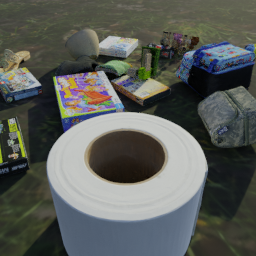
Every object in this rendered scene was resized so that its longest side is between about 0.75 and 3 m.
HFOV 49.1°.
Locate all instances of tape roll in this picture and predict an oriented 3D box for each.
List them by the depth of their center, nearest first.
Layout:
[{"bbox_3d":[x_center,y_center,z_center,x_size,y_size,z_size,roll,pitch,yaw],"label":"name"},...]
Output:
[{"bbox_3d":[-0.031,1.192,5.383,2.755,1.892,2.755,-1,36,0],"label":"tape roll"}]

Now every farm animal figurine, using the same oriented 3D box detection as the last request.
[{"bbox_3d":[2.393,-4.007,13.399,1.818,0.948,1.798,10,20,0],"label":"farm animal figurine"}]

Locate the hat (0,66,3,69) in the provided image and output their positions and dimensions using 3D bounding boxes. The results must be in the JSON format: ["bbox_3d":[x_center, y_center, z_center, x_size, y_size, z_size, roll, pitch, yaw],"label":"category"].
[{"bbox_3d":[-4.955,-2.472,10.651,1.693,1.593,1.923,5,55,4],"label":"hat"}]

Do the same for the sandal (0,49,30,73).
[{"bbox_3d":[-5.114,-3.062,12.148,0.912,0.819,2.489,7,37,9],"label":"sandal"}]

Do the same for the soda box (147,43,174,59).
[{"bbox_3d":[1.529,-3.668,13.286,1.291,0.457,0.409,20,43,26],"label":"soda box"}]

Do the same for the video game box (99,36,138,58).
[{"bbox_3d":[-0.524,-4.035,13.843,1.601,0.411,1.758,10,37,18],"label":"video game box"}]

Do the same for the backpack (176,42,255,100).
[{"bbox_3d":[3.064,-2.263,10.380,2.231,1.644,2.444,-16,38,-20],"label":"backpack"}]

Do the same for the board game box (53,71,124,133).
[{"bbox_3d":[-1.407,-0.971,9.436,1.880,0.626,2.797,-11,37,-14],"label":"board game box"}]

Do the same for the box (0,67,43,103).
[{"bbox_3d":[-4.215,-1.674,10.623,1.318,0.364,1.929,-21,41,-26],"label":"box"}]

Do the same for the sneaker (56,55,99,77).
[{"bbox_3d":[-1.944,-2.278,11.137,0.992,0.830,2.185,26,45,23],"label":"sneaker"}]

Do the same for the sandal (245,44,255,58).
[{"bbox_3d":[5.835,-3.661,13.297,0.580,0.530,1.333,9,29,20],"label":"sandal"}]

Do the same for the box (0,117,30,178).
[{"bbox_3d":[-3.794,0.599,7.417,2.001,0.492,2.072,-14,38,-22],"label":"box"}]

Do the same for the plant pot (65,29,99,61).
[{"bbox_3d":[-1.875,-3.429,12.356,1.508,1.508,1.012,-21,76,-26],"label":"plant pot"}]

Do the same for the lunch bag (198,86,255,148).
[{"bbox_3d":[2.909,-0.272,8.068,1.474,1.224,1.757,-15,36,5],"label":"lunch bag"}]

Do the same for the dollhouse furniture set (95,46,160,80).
[{"bbox_3d":[-0.039,-2.705,11.094,2.195,1.102,1.438,14,22,23],"label":"dollhouse furniture set"}]

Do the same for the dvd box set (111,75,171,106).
[{"bbox_3d":[0.450,-1.524,10.497,1.383,0.278,1.891,-26,43,-31],"label":"dvd box set"}]
